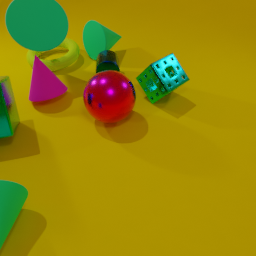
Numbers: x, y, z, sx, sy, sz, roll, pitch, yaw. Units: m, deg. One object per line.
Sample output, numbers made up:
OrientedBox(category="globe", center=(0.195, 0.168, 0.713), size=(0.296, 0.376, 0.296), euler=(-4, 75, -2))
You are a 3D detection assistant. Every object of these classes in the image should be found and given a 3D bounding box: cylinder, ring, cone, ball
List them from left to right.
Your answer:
OrientedBox(category="cone", center=(-2.279, 1.703, 4.618), size=(1.237, 1.237, 1.241), euler=(-9, 54, -10))
OrientedBox(category="cone", center=(-2.661, -2.783, 8.316), size=(1.629, 1.635, 1.629), euler=(2, 84, -17))
OrientedBox(category="cone", center=(-2.379, -1.468, 7.744), size=(1.125, 1.130, 1.125), euler=(-10, 26, 5))
OrientedBox(category="ring", center=(-2.562, -2.562, 9.616), size=(1.819, 0.364, 1.819), euler=(-3, 47, 3))
OrientedBox(category="cylinder", center=(-0.634, -1.946, 8.782), size=(0.736, 0.736, 0.736), euler=(-2, 43, -3))
OrientedBox(category="cone", center=(-0.685, -3.124, 9.791), size=(1.289, 1.284, 1.284), euler=(-22, 46, -38))
OrientedBox(category="ball", center=(-0.458, -0.778, 7.013), size=(1.318, 1.318, 1.318), euler=(0, 43, 0))

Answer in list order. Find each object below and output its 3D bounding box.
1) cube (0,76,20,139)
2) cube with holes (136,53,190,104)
OrientedBox(category="cube", center=(-3.352, -0.455, 6.515), size=(1.235, 1.235, 1.235), euler=(-10, 20, -11))
OrientedBox(category="cube with holes", center=(0.949, -1.362, 7.775), size=(0.879, 0.879, 0.879), euler=(-32, 90, -30))
